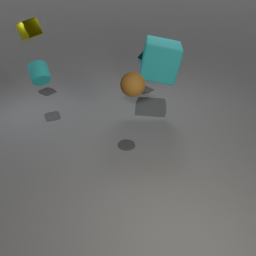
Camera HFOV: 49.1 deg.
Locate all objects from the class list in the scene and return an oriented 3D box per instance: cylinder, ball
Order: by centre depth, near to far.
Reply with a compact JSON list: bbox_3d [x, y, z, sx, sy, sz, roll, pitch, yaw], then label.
[{"bbox_3d":[0.130,-1.221,7.844,0.700,0.700,0.700,0,31,0],"label":"ball"},{"bbox_3d":[-3.290,-2.037,10.406,0.700,0.700,0.700,-15,73,-23],"label":"cylinder"}]

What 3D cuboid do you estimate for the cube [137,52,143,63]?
[{"bbox_3d":[1.020,-3.298,13.460,0.700,0.700,0.700,-49,55,-2],"label":"cube"}]

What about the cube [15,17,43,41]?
[{"bbox_3d":[-4.152,-4.141,11.749,0.700,0.700,0.700,7,34,46],"label":"cube"}]

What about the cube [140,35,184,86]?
[{"bbox_3d":[1.277,-2.684,11.049,1.400,1.400,1.400,11,32,-2],"label":"cube"}]
